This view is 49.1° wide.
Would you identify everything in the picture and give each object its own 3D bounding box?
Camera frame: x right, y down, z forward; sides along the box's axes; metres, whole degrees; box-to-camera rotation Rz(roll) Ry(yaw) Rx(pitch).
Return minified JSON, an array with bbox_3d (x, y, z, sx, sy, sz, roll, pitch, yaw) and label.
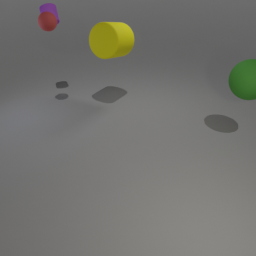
[{"bbox_3d":[-3.316,-4.778,11.840,0.700,0.700,0.700,-14,0,0],"label":"cylinder"},{"bbox_3d":[-0.655,-3.616,11.548,1.400,1.400,1.400,16,24,24],"label":"cylinder"},{"bbox_3d":[4.205,-1.658,9.644,1.400,1.400,1.400,0,31,0],"label":"ball"},{"bbox_3d":[-3.006,-3.979,10.469,0.700,0.700,0.700,0,31,0],"label":"ball"}]
